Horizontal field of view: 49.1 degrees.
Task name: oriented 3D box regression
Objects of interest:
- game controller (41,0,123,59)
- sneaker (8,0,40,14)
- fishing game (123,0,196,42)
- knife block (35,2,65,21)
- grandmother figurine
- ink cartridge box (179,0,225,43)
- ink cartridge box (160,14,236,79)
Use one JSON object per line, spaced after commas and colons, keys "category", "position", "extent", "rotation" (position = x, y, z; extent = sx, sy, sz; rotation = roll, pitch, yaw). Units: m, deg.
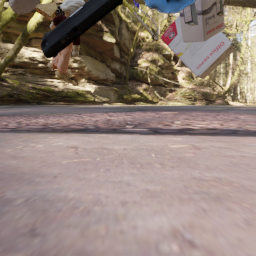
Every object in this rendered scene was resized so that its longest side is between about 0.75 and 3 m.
{"category": "game controller", "position": [-1.197, -2.768, 7.175], "extent": [2.548, 0.537, 1.329], "rotation": [-35, 30, 9]}
{"category": "sneaker", "position": [-1.994, -3.362, 5.451], "extent": [2.011, 1.156, 0.756], "rotation": [-42, -8, 34]}
{"category": "fishing game", "position": [0.749, -3.106, 5.215], "extent": [0.400, 1.842, 2.573], "rotation": [-15, -23, -45]}
{"category": "knife block", "position": [-2.729, -4.348, 10.134], "extent": [0.970, 0.851, 0.310], "rotation": [30, -21, 1]}
{"category": "grandmother figurine", "position": [-2.001, -2.996, 9.118], "extent": [1.604, 2.645, 0.801], "rotation": [41, 42, 13]}
{"category": "ink cartridge box", "position": [1.802, -3.032, 6.845], "extent": [0.663, 1.578, 1.148], "rotation": [14, 39, 42]}
{"category": "ink cartridge box", "position": [2.455, -3.034, 9.953], "extent": [1.581, 2.142, 0.917], "rotation": [-45, -18, 25]}
